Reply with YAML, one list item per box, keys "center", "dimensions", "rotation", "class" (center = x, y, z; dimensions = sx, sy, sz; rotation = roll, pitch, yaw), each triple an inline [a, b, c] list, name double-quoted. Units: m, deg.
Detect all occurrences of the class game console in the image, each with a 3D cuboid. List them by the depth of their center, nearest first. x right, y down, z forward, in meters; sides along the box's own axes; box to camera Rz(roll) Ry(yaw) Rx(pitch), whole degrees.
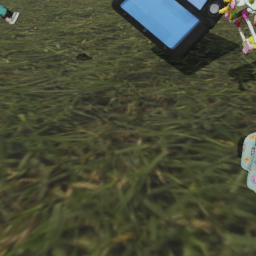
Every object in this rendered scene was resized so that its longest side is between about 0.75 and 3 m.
- center: [1.427, -4.126, 8.482]
  dimensions: [2.997, 2.636, 1.744]
  rotation: [42, 47, 7]
  class: "game console"

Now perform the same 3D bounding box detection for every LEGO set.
- center: [2.690, -2.205, 5.629]
  dimensions: [1.284, 1.039, 2.791]
  rotation: [-23, 3, 37]
  class: "LEGO set"

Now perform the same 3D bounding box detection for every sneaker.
- center: [-3.525, -3.349, 8.201]
  dimensions: [0.535, 0.371, 0.887]
  rotation: [29, -9, -38]
  class: "sneaker"

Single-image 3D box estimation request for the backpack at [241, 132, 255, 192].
- center: [1.957, 0.476, 3.698]
  dimensions: [0.837, 0.952, 0.730]
  rotation: [-14, 23, -25]
  class: "backpack"
